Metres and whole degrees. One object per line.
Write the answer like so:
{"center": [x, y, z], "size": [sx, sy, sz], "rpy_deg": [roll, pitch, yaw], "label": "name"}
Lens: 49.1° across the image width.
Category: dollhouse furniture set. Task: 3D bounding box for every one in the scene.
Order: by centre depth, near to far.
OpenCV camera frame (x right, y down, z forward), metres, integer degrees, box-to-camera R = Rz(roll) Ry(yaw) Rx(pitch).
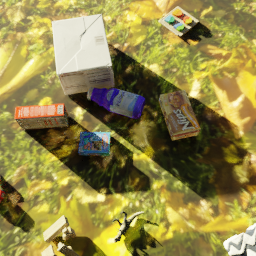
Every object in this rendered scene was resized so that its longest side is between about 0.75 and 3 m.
{"center": [-2.156, 3.925, 9.392], "size": [1.159, 0.993, 1.218], "rpy_deg": [-41, 32, -4], "label": "dollhouse furniture set"}

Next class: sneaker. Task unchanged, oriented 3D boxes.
{"center": [4.609, 3.921, 9.095], "size": [2.484, 0.992, 1.617], "rpy_deg": [-24, 68, -11], "label": "sneaker"}

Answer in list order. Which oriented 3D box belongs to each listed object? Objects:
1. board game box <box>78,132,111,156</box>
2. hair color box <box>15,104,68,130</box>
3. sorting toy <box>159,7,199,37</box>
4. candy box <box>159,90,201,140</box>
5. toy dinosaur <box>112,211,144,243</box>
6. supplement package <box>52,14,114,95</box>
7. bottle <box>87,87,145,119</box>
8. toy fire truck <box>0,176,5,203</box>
{"center": [-1.313, 0.619, 11.089], "size": [1.212, 0.273, 0.922], "rpy_deg": [2, 64, 1], "label": "board game box"}
{"center": [-3.414, -0.441, 11.229], "size": [1.890, 0.959, 0.579], "rpy_deg": [-3, 64, -3], "label": "hair color box"}
{"center": [2.555, -5.367, 13.993], "size": [1.574, 0.287, 1.457], "rpy_deg": [-40, 70, -18], "label": "sorting toy"}
{"center": [2.083, -0.553, 11.507], "size": [1.129, 0.541, 1.956], "rpy_deg": [-12, 65, -6], "label": "candy box"}
{"center": [-0.129, 3.284, 9.775], "size": [0.635, 0.342, 1.440], "rpy_deg": [44, 71, 3], "label": "toy dinosaur"}
{"center": [-1.922, -3.186, 12.193], "size": [2.230, 1.588, 2.863], "rpy_deg": [-10, 66, -4], "label": "supplement package"}
{"center": [-0.511, -1.138, 11.666], "size": [2.361, 0.771, 0.986], "rpy_deg": [18, 65, 9], "label": "bottle"}
{"center": [-5.075, 2.025, 10.352], "size": [1.488, 0.363, 1.049], "rpy_deg": [24, 67, 12], "label": "toy fire truck"}
